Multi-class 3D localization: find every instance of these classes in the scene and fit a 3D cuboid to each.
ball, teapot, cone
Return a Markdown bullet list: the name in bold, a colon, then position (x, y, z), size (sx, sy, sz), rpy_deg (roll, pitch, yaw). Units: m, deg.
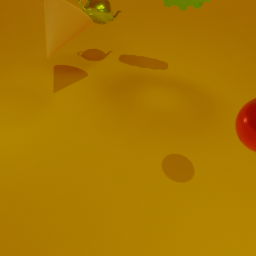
- **ball**: position (2.055, -0.042, 4.150), size (0.872, 0.872, 0.872), rpy_deg (0, 46, 0)
- **teapot**: position (-0.901, -3.904, 9.222), size (1.607, 0.787, 0.999), rpy_deg (12, 0, -31)
- **cone**: position (-1.928, -2.578, 7.745), size (1.449, 1.449, 1.454), rpy_deg (26, 92, 22)

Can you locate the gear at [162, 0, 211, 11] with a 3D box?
- **gear**: position (1.341, -3.895, 7.453), size (1.947, 1.947, 0.360), rpy_deg (17, 82, 15)
